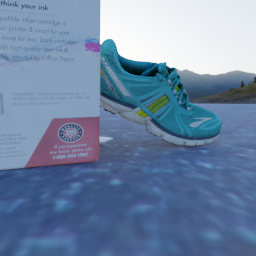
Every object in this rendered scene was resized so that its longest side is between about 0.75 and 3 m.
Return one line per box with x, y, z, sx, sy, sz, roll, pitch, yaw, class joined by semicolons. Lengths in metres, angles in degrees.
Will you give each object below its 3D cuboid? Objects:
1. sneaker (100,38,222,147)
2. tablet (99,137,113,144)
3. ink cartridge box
0.487;-0.469;4.211;2.431;0.968;0.942;23;30;-18;sneaker
-0.812;0.192;5.012;0.979;0.067;0.637;3;5;14;tablet
-1.178;-1.005;3.084;1.608;2.761;0.932;-2;12;-22;ink cartridge box
